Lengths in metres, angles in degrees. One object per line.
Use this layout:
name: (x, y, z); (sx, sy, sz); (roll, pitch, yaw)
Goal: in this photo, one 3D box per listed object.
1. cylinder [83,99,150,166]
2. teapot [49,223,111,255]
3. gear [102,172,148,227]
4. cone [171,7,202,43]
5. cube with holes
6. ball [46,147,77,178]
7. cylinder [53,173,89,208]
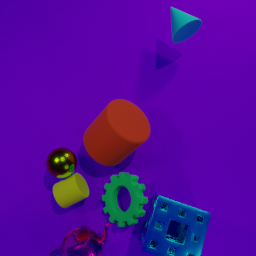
cylinder: (-0.319, 0.144, 7.690); (1.372, 1.372, 1.372); (23, 46, -25)
teapot: (-1.190, 3.069, 7.403); (1.844, 1.146, 0.903); (-22, 109, -1)
gear: (-0.117, 1.957, 7.714); (1.415, 0.262, 1.415); (-10, 74, 39)
cone: (1.509, -3.232, 8.315); (0.969, 0.969, 0.972); (-27, 76, -6)
cube with holes: (1.185, 2.656, 7.430); (1.366, 1.366, 1.366); (18, 78, 4)
ball: (-1.792, 0.932, 7.574); (0.829, 0.829, 0.829); (0, 78, 0)
cylinder: (-1.569, 1.725, 7.746); (0.727, 0.727, 0.727); (-28, 79, 9)
